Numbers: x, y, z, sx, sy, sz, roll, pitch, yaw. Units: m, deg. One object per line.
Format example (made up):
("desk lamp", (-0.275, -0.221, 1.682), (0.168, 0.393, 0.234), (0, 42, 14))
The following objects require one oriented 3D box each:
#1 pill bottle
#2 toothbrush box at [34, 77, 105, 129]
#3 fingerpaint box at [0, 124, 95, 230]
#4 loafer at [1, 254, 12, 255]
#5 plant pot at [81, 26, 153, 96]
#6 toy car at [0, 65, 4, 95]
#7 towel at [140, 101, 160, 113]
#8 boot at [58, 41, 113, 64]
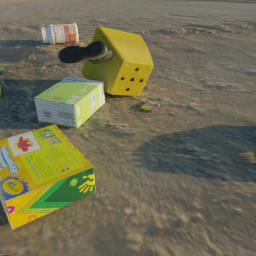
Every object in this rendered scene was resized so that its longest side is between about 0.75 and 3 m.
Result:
("pill bottle", (-5.229, -7.208, 21.488), (2.642, 1.482, 1.482), (-8, 32, -14))
("toothbrush box", (-2.372, -1.175, 11.909), (1.874, 1.108, 2.573), (10, 34, 18))
("fingerpaint box", (-2.630, 1.192, 8.096), (2.337, 1.028, 2.802), (-19, 36, -30))
("loafer", (-2.168, 2.958, 5.666), (1.532, 0.544, 0.559), (16, 35, 25))
("plant pot", (-0.313, -2.885, 13.228), (2.563, 2.563, 2.261), (-2, 43, -37))
("toy car", (-7.174, -2.658, 13.732), (2.221, 2.133, 2.704), (5, 19, -8))
("towel", (0.993, -0.959, 12.541), (0.666, 0.106, 0.927), (14, 33, 23))
("boot", (-1.694, -2.899, 11.495), (2.026, 0.707, 1.334), (-6, -4, 9))
